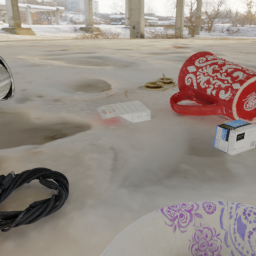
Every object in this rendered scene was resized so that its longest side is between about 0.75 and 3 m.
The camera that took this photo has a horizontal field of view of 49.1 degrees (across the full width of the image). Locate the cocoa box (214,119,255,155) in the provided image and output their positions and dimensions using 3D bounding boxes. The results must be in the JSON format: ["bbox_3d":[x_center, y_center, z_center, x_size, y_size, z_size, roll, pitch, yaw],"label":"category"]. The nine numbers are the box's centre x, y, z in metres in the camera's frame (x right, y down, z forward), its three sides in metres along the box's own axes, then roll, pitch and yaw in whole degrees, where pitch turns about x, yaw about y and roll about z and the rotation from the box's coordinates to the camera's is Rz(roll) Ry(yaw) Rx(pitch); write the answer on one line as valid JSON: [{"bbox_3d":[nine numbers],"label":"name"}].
[{"bbox_3d":[2.371,0.183,6.161,0.804,0.536,0.527,-13,25,-30],"label":"cocoa box"}]

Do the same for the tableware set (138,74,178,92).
[{"bbox_3d":[1.389,-1.980,12.037,1.252,0.380,1.894,13,25,31],"label":"tableware set"}]

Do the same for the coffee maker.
[{"bbox_3d":[-4.791,-0.872,7.698,2.668,1.871,2.778,-32,19,7],"label":"coffee maker"}]

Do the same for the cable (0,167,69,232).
[{"bbox_3d":[-1.509,1.065,4.240,1.200,0.373,1.470,2,18,-9],"label":"cable"}]

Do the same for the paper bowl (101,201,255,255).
[{"bbox_3d":[0.755,1.535,1.848,2.106,1.095,2.106,0,21,0],"label":"paper bowl"}]

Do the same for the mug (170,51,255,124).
[{"bbox_3d":[2.705,-0.980,8.397,1.706,2.270,2.557,30,9,-31],"label":"mug"}]

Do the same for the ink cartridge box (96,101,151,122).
[{"bbox_3d":[-0.152,-0.429,8.184,1.374,0.325,1.100,-11,24,-12],"label":"ink cartridge box"}]
